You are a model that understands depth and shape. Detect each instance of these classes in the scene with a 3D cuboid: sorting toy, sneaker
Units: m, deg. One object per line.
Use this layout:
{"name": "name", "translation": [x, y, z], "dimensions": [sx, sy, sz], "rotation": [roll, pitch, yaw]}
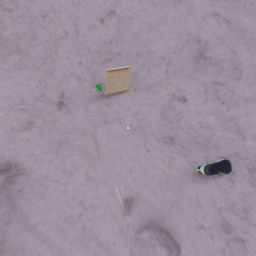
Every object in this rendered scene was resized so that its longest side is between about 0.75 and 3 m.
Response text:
{"name": "sorting toy", "translation": [-0.466, -1.333, 7.936], "dimensions": [1.151, 0.851, 0.169], "rotation": [-15, 45, -27]}
{"name": "sneaker", "translation": [2.273, 1.030, 7.407], "dimensions": [1.099, 0.455, 0.394], "rotation": [2, 84, -32]}
